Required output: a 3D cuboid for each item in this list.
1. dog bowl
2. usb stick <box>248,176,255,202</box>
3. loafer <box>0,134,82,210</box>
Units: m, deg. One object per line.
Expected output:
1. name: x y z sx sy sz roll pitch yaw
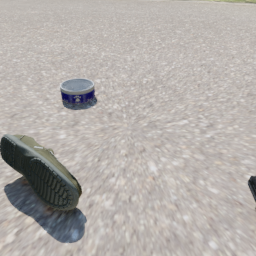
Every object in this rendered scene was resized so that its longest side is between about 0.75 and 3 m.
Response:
1. dog bowl: -1.640 -1.227 9.155 1.108 0.437 1.108 0 31 0
2. usb stick: 2.389 1.669 4.237 0.403 0.685 2.469 -34 23 23
3. loafer: -1.602 0.710 5.451 2.187 0.822 0.762 35 28 26
